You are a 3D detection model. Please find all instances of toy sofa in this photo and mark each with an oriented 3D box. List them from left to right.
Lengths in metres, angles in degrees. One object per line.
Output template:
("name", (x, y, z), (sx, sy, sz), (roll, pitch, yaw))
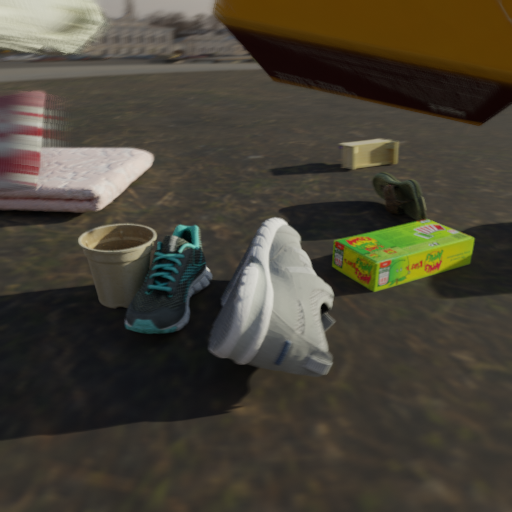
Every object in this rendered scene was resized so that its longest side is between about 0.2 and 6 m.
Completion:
("toy sofa", (2.803, -2.564, 14.114), (1.426, 0.590, 0.696), (-12, 21, -25))

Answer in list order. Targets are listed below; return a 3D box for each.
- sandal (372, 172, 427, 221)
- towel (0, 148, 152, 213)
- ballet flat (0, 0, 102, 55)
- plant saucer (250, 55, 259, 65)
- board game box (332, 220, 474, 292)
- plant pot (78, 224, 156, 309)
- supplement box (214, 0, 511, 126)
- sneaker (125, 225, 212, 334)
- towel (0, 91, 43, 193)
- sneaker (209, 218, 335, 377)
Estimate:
("sandal", (2.624, -1.062, 10.582), (0.569, 0.792, 1.995), (-23, 20, -7))
("towel", (-4.413, -1.696, 12.081), (3.589, 0.606, 3.758), (1, 23, 4))
("ballet flat", (-2.494, -2.934, 6.605), (0.951, 0.951, 2.650), (0, 19, 1))
("plant saucer", (0.610, -4.431, 11.416), (1.676, 1.676, 0.260), (-5, -20, -12))
("board game box", (2.199, -0.048, 8.386), (1.904, 0.453, 0.967), (-13, 26, -27))
("plant pot", (-1.768, 0.162, 7.338), (0.976, 0.894, 0.976), (0, 23, 0))
("supplement box", (0.703, -1.333, 2.822), (1.368, 0.921, 1.387), (16, 9, 11))
("sneaker", (-1.132, 0.228, 7.116), (0.804, 0.945, 2.073), (3, 24, 8))
("towel", (-3.363, -1.494, 7.468), (1.033, 1.434, 0.163), (-6, -18, 6))
("sneaker", (0.305, 0.529, 6.700), (1.277, 1.163, 3.114), (28, 24, -4))
